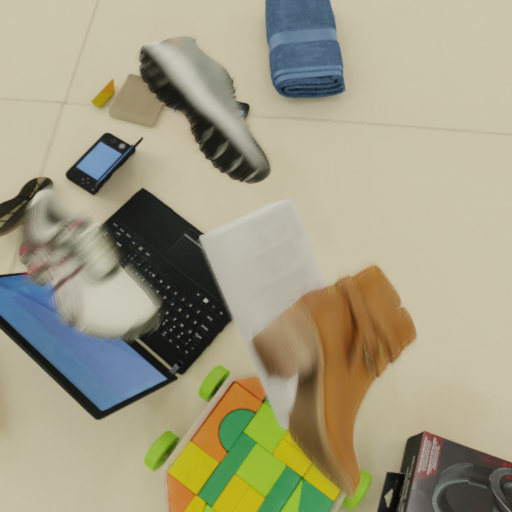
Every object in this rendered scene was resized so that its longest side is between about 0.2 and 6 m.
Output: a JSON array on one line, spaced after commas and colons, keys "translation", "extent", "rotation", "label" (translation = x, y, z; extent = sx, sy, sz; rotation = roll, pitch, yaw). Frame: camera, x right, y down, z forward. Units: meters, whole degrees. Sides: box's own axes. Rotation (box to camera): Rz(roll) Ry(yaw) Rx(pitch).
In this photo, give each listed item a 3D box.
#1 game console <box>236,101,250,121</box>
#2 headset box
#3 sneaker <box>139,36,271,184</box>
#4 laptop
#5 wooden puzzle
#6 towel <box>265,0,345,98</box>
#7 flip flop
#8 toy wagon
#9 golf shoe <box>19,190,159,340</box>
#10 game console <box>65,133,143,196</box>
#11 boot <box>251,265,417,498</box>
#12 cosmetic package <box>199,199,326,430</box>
[{"translation": [-0.781, -3.258, 12.645], "extent": [1.051, 0.724, 1.219], "rotation": [14, 65, 7], "label": "game console"}, {"translation": [3.391, 4.280, 8.747], "extent": [3.014, 1.164, 2.243], "rotation": [19, 66, 7], "label": "headset box"}, {"translation": [-0.685, -2.608, 9.719], "extent": [1.210, 1.128, 3.053], "rotation": [-37, 88, -27], "label": "sneaker"}, {"translation": [-2.362, 0.484, 10.113], "extent": [3.478, 2.027, 3.925], "rotation": [37, 70, 16], "label": "laptop"}, {"translation": [-2.725, -3.638, 13.127], "extent": [1.970, 0.230, 1.329], "rotation": [23, 71, 11], "label": "wooden puzzle"}, {"translation": [1.123, -5.150, 13.554], "extent": [1.729, 0.752, 3.097], "rotation": [-4, 65, -1], "label": "towel"}, {"translation": [-4.876, -0.979, 11.711], "extent": [0.722, 0.513, 1.781], "rotation": [19, 50, 13], "label": "flip flop"}, {"translation": [0.308, 3.194, 9.453], "extent": [3.261, 0.832, 4.203], "rotation": [33, 69, 15], "label": "toy wagon"}, {"translation": [-2.546, 0.157, 8.232], "extent": [2.867, 1.263, 1.107], "rotation": [33, 37, 25], "label": "golf shoe"}, {"translation": [-3.275, -2.112, 12.018], "extent": [1.288, 0.852, 1.464], "rotation": [32, 68, 14], "label": "game console"}, {"translation": [1.140, 1.424, 6.584], "extent": [1.825, 0.902, 2.351], "rotation": [-30, 97, -23], "label": "boot"}, {"translation": [0.439, 0.910, 8.438], "extent": [1.337, 0.820, 3.238], "rotation": [-26, 100, -25], "label": "cosmetic package"}]
